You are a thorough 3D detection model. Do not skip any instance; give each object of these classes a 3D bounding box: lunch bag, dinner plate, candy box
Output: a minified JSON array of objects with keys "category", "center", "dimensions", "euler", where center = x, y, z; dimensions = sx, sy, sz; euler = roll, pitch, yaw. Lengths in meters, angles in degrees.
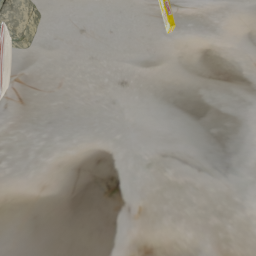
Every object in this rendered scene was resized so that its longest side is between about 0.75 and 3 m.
[{"category":"lunch bag","center":[-3.172,-3.069,7.738],"dimensions":[0.953,1.147,1.368],"euler":[11,73,15]},{"category":"dinner plate","center":[-2.448,-1.296,5.553],"dimensions":[0.185,1.527,1.527],"euler":[4,45,-27]},{"category":"candy box","center":[1.006,-3.499,7.800],"dimensions":[0.205,1.552,0.793],"euler":[-15,6,2]}]
